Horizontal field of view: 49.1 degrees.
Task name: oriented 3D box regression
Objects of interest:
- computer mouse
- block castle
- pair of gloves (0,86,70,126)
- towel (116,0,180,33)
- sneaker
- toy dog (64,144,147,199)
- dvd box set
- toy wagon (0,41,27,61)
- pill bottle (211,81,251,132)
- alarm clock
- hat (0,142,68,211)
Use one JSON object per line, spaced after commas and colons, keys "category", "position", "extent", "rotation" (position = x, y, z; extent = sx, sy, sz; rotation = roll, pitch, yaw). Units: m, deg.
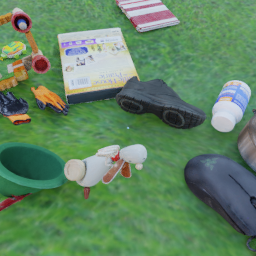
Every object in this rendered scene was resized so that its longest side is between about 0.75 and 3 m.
{"category": "computer mouse", "position": [2.393, 1.351, 5.876], "extent": [2.640, 0.696, 1.828], "rotation": [37, 61, 25]}
{"category": "block castle", "position": [-3.642, -1.902, 7.520], "extent": [2.673, 1.786, 1.254], "rotation": [-24, 42, -10]}
{"category": "pair of gloves", "position": [-2.545, -0.623, 7.379], "extent": [1.786, 0.221, 1.592], "rotation": [-18, 42, -41]}
{"category": "towel", "position": [0.695, -4.488, 10.760], "extent": [1.676, 0.265, 2.327], "rotation": [-18, 56, -16]}
{"category": "sneaker", "position": [0.923, -0.753, 7.274], "extent": [2.352, 0.893, 1.068], "rotation": [21, 60, 4]}
{"category": "toy dog", "position": [-0.465, 0.937, 5.734], "extent": [1.166, 1.769, 0.852], "rotation": [-1, 75, -47]}
{"category": "dvd box set", "position": [-0.975, -2.041, 8.695], "extent": [2.154, 0.433, 2.943], "rotation": [-10, 52, -9]}
{"category": "toy wagon", "position": [-3.841, -2.534, 9.255], "extent": [0.718, 0.183, 0.926], "rotation": [34, 59, 24]}
{"category": "pill bottle", "position": [2.667, -0.560, 7.332], "extent": [0.758, 0.758, 1.353], "rotation": [23, 55, 17]}
{"category": "alarm clock", "position": [3.379, 0.547, 6.319], "extent": [1.655, 0.817, 2.453], "rotation": [23, 54, 8]}
{"category": "hat", "position": [-2.470, 1.419, 6.136], "extent": [1.936, 1.704, 1.603], "rotation": [14, 21, -33]}
